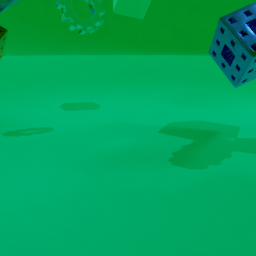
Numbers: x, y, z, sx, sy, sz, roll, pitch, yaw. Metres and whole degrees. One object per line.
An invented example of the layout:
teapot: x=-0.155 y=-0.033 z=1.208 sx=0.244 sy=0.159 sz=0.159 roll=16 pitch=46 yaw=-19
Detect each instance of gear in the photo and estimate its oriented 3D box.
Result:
gear: x=-1.098 y=-2.812 z=6.587 sx=1.149 sy=1.149 sz=0.212 roll=-12 pitch=5 yaw=-36

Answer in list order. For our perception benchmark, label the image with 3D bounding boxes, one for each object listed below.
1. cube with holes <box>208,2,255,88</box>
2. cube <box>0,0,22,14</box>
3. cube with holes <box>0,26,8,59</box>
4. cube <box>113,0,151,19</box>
cube with holes: x=3.035 y=-2.073 z=6.979 sx=1.298 sy=1.298 sz=1.298 roll=-25 pitch=-22 yaw=-7
cube: x=-3.308 y=-4.009 z=7.602 sx=1.116 sy=1.116 sz=1.116 roll=-17 pitch=32 yaw=33
cube with holes: x=-4.540 y=-2.453 z=8.313 sx=1.252 sy=1.252 sz=1.252 roll=28 pitch=53 yaw=-16
cube: x=0.153 y=-4.620 z=9.585 sx=1.094 sy=1.094 sz=1.094 roll=6 pitch=-28 yaw=-17
